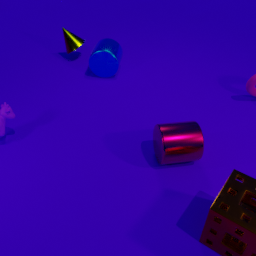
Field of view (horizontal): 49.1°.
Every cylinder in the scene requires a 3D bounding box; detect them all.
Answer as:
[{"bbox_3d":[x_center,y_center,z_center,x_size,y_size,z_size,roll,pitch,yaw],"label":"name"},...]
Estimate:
[{"bbox_3d":[1.240,0.362,7.065,1.024,1.024,1.024,-5,40,-8],"label":"cylinder"},{"bbox_3d":[-0.822,-2.651,10.595,1.116,1.116,1.116,5,40,6],"label":"cylinder"}]

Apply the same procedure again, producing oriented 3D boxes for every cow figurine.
[{"bbox_3d":[-3.419,-0.212,7.296,0.894,0.879,0.491,-9,29,-41],"label":"cow figurine"}]

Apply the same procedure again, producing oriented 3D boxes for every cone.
[{"bbox_3d":[-2.374,-3.671,11.329,0.931,0.934,0.931,-26,29,16],"label":"cone"}]

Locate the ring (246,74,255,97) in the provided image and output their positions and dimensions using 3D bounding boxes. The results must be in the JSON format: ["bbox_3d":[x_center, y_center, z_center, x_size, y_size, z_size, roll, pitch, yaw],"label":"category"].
[{"bbox_3d":[4.464,-1.406,8.914,1.331,1.331,0.266,1,62,2],"label":"ring"}]

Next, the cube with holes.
[{"bbox_3d":[2.224,1.764,5.329,1.154,1.154,1.154,26,46,27],"label":"cube with holes"}]
